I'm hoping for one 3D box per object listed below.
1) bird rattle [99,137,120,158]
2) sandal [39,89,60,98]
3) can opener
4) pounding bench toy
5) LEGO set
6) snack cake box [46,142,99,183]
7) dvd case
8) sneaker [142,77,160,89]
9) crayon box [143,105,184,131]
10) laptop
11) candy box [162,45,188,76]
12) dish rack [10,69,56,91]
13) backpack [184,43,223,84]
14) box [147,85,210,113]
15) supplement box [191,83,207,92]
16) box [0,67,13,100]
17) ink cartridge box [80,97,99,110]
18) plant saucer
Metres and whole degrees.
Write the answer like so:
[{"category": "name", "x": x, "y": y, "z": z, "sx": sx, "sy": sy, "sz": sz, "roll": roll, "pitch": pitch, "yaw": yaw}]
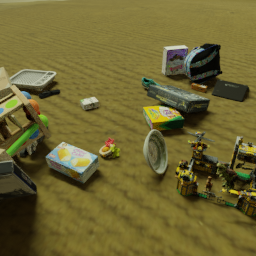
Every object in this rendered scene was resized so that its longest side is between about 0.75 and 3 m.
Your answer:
[{"category": "bird rattle", "x": -0.728, "y": 0.738, "z": 10.305, "sx": 0.737, "sy": 0.509, "sz": 0.903, "roll": -29, "pitch": 38, "yaw": -13}, {"category": "sandal", "x": -4.032, "y": -1.819, "z": 14.295, "sx": 1.152, "sy": 0.247, "sz": 0.438, "roll": -23, "pitch": 40, "yaw": -31}, {"category": "can opener", "x": -3.624, "y": 0.300, "z": 10.862, "sx": 0.661, "sy": 0.523, "sz": 1.989, "roll": 3, "pitch": 34, "yaw": 6}, {"category": "pounding bench toy", "x": -3.803, "y": 0.058, "z": 9.641, "sx": 2.141, "sy": 1.705, "sz": 2.745, "roll": -36, "pitch": 45, "yaw": -17}, {"category": "LEGO set", "x": 2.918, "y": 1.129, "z": 8.547, "sx": 2.931, "sy": 1.698, "sz": 2.253, "roll": 18, "pitch": 38, "yaw": 25}, {"category": "snack cake box", "x": -1.863, "y": 1.136, "z": 9.474, "sx": 1.561, "sy": 0.525, "sz": 0.898, "roll": 18, "pitch": 45, "yaw": 25}, {"category": "dvd case", "x": -3.737, "y": 1.509, "z": 7.163, "sx": 2.251, "sy": 2.995, "sz": 0.370, "roll": -7, "pitch": 69, "yaw": -11}, {"category": "sneaker", "x": 1.271, "y": -2.228, "z": 14.534, "sx": 1.392, "sy": 0.554, "sz": 0.539, "roll": 24, "pitch": 59, "yaw": 26}, {"category": "crayon box", "x": 1.474, "y": -0.469, "z": 11.953, "sx": 1.346, "sy": 0.455, "sz": 1.560, "roll": -5, "pitch": 28, "yaw": -10}, {"category": "laptop", "x": 5.368, "y": -1.927, "z": 14.616, "sx": 1.526, "sy": 0.944, "sz": 1.629, "roll": 18, "pitch": 66, "yaw": 26}, {"category": "candy box", "x": 2.708, "y": -3.902, "z": 16.231, "sx": 1.310, "sy": 1.562, "sz": 0.559, "roll": -9, "pitch": 35, "yaw": -13}, {"category": "dish rack", "x": -5.189, "y": -2.585, "z": 15.242, "sx": 2.216, "sy": 0.482, "sz": 1.902, "roll": 8, "pitch": 35, "yaw": 12}, {"category": "backpack", "x": 3.978, "y": -3.497, "z": 15.462, "sx": 2.131, "sy": 1.946, "sz": 1.434, "roll": -28, "pitch": 33, "yaw": -19}, {"category": "box", "x": 2.307, "y": -1.390, "z": 12.876, "sx": 2.325, "sy": 0.593, "sz": 1.833, "roll": 27, "pitch": 22, "yaw": 35}, {"category": "supplement box", "x": 3.741, "y": -2.125, "z": 14.746, "sx": 0.790, "sy": 0.263, "sz": 0.272, "roll": 26, "pitch": 39, "yaw": 32}, {"category": "box", "x": -6.265, "y": -2.157, "z": 13.928, "sx": 0.860, "sy": 0.704, "sz": 1.812, "roll": -26, "pitch": 52, "yaw": -13}, {"category": "ink cartridge box", "x": -1.815, "y": -1.165, "z": 13.249, "sx": 0.751, "sy": 0.317, "sz": 0.548, "roll": -17, "pitch": 37, "yaw": -23}, {"category": "plant saucer", "x": 0.856, "y": 0.804, "z": 9.310, "sx": 0.373, "sy": 1.486, "sz": 1.486, "roll": -10, "pitch": 26, "yaw": 31}]
